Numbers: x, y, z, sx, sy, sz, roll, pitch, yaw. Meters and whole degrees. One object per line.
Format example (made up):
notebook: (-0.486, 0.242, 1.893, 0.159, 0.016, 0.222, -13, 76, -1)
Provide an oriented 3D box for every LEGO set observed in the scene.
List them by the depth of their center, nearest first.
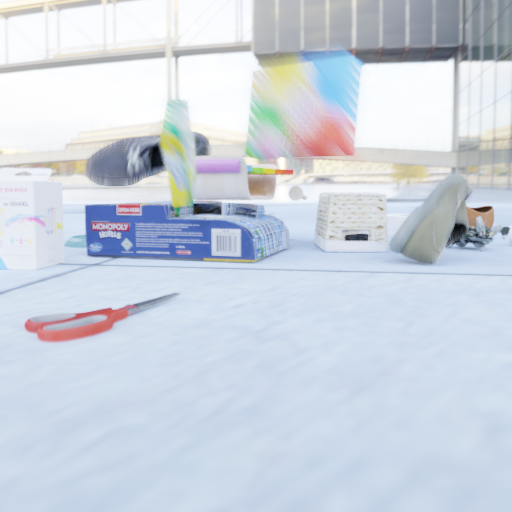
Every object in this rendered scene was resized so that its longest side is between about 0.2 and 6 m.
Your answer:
LEGO set: (4.558, -0.354, 11.875, 1.494, 0.652, 2.300, 7, -3, 32)

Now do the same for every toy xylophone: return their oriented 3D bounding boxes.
toy xylophone: (-0.122, -1.591, 11.847, 2.423, 0.831, 3.309, 1, 7, 5)

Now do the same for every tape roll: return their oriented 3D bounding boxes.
tape roll: (4.217, -0.822, 15.016, 1.580, 0.553, 1.580, 0, 6, 0)

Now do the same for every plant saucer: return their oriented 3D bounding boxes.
plant saucer: (-3.499, -0.345, 12.576, 1.557, 0.213, 1.557, 0, 8, 0)

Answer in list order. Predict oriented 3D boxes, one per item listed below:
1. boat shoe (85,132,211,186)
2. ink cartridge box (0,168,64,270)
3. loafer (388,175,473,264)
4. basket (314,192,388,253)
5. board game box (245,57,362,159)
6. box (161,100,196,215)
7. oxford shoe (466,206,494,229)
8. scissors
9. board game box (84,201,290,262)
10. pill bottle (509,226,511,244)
boat shoe: (-2.316, -2.101, 11.646, 2.721, 0.989, 0.853, -10, -1, 2)
ink cartridge box: (-3.828, -0.629, 9.098, 1.025, 1.595, 0.999, 1, 7, 6)
loafer: (3.246, -0.575, 9.874, 0.910, 0.982, 2.612, 39, 48, 14)
basket: (1.960, -0.756, 11.836, 1.313, 1.195, 1.937, 0, 6, -1)
board game box: (0.728, -2.340, 9.057, 1.890, 1.446, 0.381, 5, 0, 36)
box: (-1.274, -1.619, 9.453, 0.413, 1.708, 1.002, 0, 46, -1)
oxford shoe: (4.701, -0.904, 13.759, 2.548, 0.908, 0.909, -5, 27, -18)
scissors: (-1.278, 0.573, 5.501, 0.736, 0.140, 2.011, 3, 6, 40)
board game box: (-1.092, -0.603, 11.290, 3.297, 1.017, 3.295, 2, 8, 16)
pill bottle: (5.942, -0.441, 11.987, 0.959, 0.532, 0.532, 3, 8, 23)
